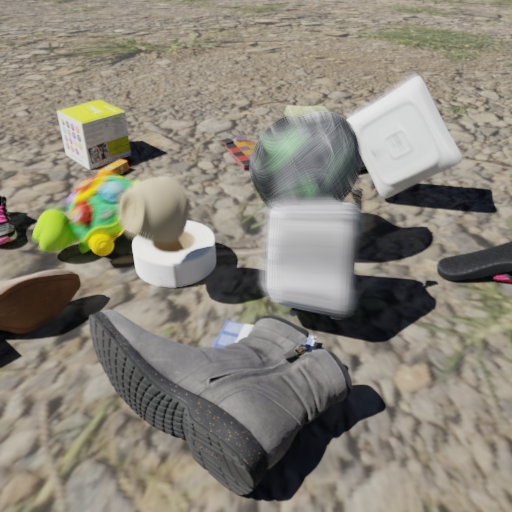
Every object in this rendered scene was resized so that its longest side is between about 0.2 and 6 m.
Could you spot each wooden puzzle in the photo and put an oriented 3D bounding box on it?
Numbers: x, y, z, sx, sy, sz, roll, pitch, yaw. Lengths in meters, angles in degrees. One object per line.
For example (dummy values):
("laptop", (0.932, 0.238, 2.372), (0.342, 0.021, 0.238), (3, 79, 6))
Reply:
("wooden puzzle", (0.055, -2.605, 14.214), (1.349, 0.160, 2.274), (-13, 36, -18))

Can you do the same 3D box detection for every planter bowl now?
("planter bowl", (-1.648, -0.684, 8.564), (1.039, 1.039, 0.699), (28, 25, 35))

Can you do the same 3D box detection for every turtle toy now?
("turtle toy", (-3.038, -0.769, 10.365), (2.160, 1.092, 1.574), (-39, 32, -5))

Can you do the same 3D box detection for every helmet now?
("helmet", (0.927, -1.598, 9.924), (1.866, 1.866, 1.779), (-23, 22, -30))

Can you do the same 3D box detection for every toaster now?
("toaster", (0.908, -0.066, 8.589), (1.325, 2.052, 1.166), (3, 6, 12))

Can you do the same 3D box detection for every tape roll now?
("tape roll", (-1.471, -0.060, 10.131), (1.493, 0.522, 1.493), (0, 34, 0))

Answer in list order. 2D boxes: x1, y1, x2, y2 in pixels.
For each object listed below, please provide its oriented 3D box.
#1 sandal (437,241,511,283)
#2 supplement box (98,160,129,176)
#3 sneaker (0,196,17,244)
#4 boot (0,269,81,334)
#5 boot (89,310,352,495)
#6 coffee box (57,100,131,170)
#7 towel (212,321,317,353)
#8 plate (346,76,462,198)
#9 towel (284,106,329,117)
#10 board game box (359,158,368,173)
("sandal", (4.351, 0.176, 9.943), (2.205, 0.497, 0.828), (-11, 27, 10))
("supplement box", (-3.378, -2.017, 13.264), (0.258, 0.266, 0.774), (16, 40, 26))
("sneaker", (-5.174, -0.810, 11.057), (0.613, 0.727, 1.663), (-16, 37, -22))
("boot", (-4.389, 0.654, 8.819), (1.897, 0.911, 2.594), (20, 34, 35))
("boot", (-0.532, 1.427, 7.492), (3.239, 1.130, 2.132), (35, 49, 24))
("coffee box", (-4.008, -3.041, 13.914), (1.223, 1.209, 1.221), (-28, 43, -35))
("towel", (0.075, 1.445, 8.240), (1.481, 0.176, 1.087), (9, 37, 16))
("plate", (2.908, -2.335, 11.452), (1.910, 1.906, 0.309), (-26, 4, 39))
("towel", (1.555, -3.889, 15.959), (1.337, 0.329, 1.802), (-2, 34, -5))
("board game box", (3.059, -2.888, 14.329), (2.818, 0.488, 1.909), (-14, 36, -20))
